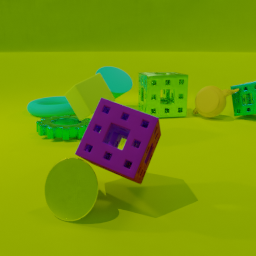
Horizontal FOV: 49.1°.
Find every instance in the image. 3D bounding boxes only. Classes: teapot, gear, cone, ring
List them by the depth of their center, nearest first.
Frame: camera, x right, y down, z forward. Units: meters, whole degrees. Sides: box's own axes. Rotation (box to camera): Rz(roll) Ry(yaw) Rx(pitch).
[{"bbox_3d":[-0.671,0.958,4.435,0.900,0.900,0.903,7,-8,23],"label":"cone"},{"bbox_3d":[-1.721,-0.045,7.823,1.574,0.291,1.574,3,14,-1],"label":"gear"},{"bbox_3d":[2.850,-0.888,9.331,1.682,1.046,0.824,-33,-22,34],"label":"teapot"},{"bbox_3d":[-2.595,-0.807,10.227,2.071,0.414,2.071,-1,17,0],"label":"ring"},{"bbox_3d":[-0.724,-1.377,10.912,1.427,1.432,1.427,12,48,-14],"label":"cone"}]

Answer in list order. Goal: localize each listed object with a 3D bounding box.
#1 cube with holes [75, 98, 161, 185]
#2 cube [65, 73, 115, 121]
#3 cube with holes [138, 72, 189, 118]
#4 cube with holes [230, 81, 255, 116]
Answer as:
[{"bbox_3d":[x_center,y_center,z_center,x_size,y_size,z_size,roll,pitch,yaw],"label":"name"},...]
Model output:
[{"bbox_3d":[-0.093,0.244,4.447,0.934,0.934,0.934,21,-12,14],"label":"cube with holes"},{"bbox_3d":[-0.944,-0.756,6.914,0.777,0.777,0.777,-34,7,-32],"label":"cube"},{"bbox_3d":[1.178,-1.204,9.836,1.391,1.391,1.391,-3,15,-9],"label":"cube with holes"},{"bbox_3d":[4.192,-0.994,9.344,1.015,1.015,1.015,-11,3,-43],"label":"cube with holes"}]
